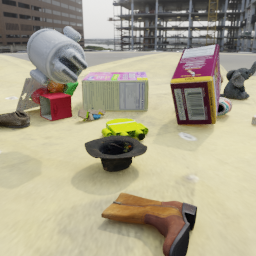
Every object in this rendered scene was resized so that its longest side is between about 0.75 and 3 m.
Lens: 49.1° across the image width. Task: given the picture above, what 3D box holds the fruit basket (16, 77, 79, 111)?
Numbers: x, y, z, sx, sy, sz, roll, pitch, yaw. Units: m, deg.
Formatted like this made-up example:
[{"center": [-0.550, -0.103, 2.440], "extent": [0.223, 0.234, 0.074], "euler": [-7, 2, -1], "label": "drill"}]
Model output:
[{"center": [-3.376, -1.607, 11.634], "extent": [2.404, 2.226, 1.127], "euler": [-15, 67, -38], "label": "fruit basket"}]

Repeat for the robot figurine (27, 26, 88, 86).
[{"center": [-2.093, -2.102, 8.105], "extent": [2.210, 1.874, 1.248], "euler": [37, -4, 37], "label": "robot figurine"}]

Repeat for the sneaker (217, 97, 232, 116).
[{"center": [2.983, -0.962, 11.364], "extent": [2.315, 0.815, 1.082], "euler": [11, 16, 22], "label": "sneaker"}]

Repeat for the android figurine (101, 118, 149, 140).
[{"center": [-0.122, 0.047, 9.205], "extent": [1.501, 0.339, 1.649], "euler": [-9, 22, -23], "label": "android figurine"}]

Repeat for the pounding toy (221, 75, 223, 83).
[{"center": [3.989, -2.130, 15.005], "extent": [2.693, 1.545, 1.540], "euler": [-11, 48, -4], "label": "pounding toy"}]

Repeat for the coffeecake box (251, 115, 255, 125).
[{"center": [5.003, -0.305, 10.269], "extent": [0.633, 0.301, 0.825], "euler": [17, 25, 40], "label": "coffeecake box"}]

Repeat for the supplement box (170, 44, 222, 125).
[{"center": [2.607, -1.642, 10.373], "extent": [1.433, 1.817, 2.776], "euler": [0, 38, 24], "label": "supplement box"}]

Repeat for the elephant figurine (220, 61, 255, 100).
[{"center": [5.523, -2.428, 14.013], "extent": [1.444, 1.862, 1.317], "euler": [-14, 24, -36], "label": "elephant figurine"}]

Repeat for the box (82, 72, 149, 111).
[{"center": [-0.519, -1.741, 12.801], "extent": [2.800, 1.354, 2.463], "euler": [1, 19, 1], "label": "box"}]

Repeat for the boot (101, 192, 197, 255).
[{"center": [0.274, 1.518, 4.672], "extent": [1.551, 0.531, 1.460], "euler": [7, 20, 21], "label": "boot"}]

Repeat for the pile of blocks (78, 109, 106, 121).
[{"center": [-1.423, -0.448, 10.759], "extent": [1.202, 0.494, 0.374], "euler": [-3, -26, -37], "label": "pile of blocks"}]

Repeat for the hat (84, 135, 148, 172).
[{"center": [-0.319, 0.693, 6.912], "extent": [1.587, 0.640, 1.587], "euler": [5, 18, -2], "label": "hat"}]

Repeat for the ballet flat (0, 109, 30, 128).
[{"center": [-4.850, -0.358, 9.907], "extent": [2.738, 0.635, 0.923], "euler": [0, 19, 0], "label": "ballet flat"}]

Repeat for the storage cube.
[{"center": [-2.839, -0.870, 11.004], "extent": [0.938, 0.892, 1.043], "euler": [-16, 25, -40], "label": "storage cube"}]
